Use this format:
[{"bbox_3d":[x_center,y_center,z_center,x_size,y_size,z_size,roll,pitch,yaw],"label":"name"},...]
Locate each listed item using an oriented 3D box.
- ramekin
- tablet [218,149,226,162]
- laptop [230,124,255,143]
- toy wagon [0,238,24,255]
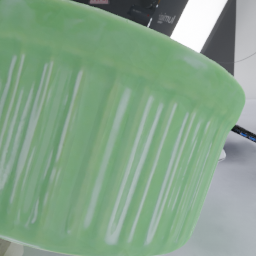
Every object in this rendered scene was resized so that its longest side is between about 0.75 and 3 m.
[{"bbox_3d":[-0.332,0.049,2.006,2.023,0.988,2.023,16,-3,1],"label":"ramekin"},{"bbox_3d":[0.309,0.315,4.305,1.779,0.187,2.734,-7,2,7],"label":"tablet"},{"bbox_3d":[0.982,0.162,5.848,2.935,1.516,2.601,27,11,7],"label":"laptop"},{"bbox_3d":[-1.176,0.720,1.575,1.403,0.358,1.809,7,9,39],"label":"toy wagon"}]
